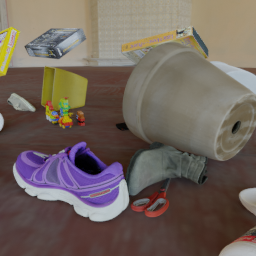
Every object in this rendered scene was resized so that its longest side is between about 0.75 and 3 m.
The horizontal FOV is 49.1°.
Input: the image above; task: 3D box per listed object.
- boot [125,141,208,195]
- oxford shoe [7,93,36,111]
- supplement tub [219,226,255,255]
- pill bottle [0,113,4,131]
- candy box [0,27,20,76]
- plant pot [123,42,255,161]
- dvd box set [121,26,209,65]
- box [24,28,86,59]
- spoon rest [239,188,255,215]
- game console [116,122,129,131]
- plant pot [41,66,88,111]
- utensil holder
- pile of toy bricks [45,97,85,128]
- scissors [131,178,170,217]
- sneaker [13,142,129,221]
[{"bbox_3d":[0.808,0.767,5.179,1.245,0.645,1.905,14,21,23],"label":"boot"},{"bbox_3d":[-4.423,-0.956,11.600,1.824,0.686,0.527,24,68,39],"label":"oxford shoe"},{"bbox_3d":[1.504,1.318,2.694,1.177,0.826,0.826,-11,19,-36],"label":"supplement tub"},{"bbox_3d":[-4.398,-0.325,8.519,0.884,0.884,1.563,-10,19,-32],"label":"pill bottle"},{"bbox_3d":[-3.534,-1.779,7.091,2.234,1.142,0.295,1,-15,42],"label":"candy box"},{"bbox_3d":[1.549,-0.450,6.409,2.596,2.596,2.253,-12,31,-36],"label":"plant pot"},{"bbox_3d":[1.396,-2.857,10.408,2.710,0.398,1.983,-5,-12,31],"label":"dvd box set"},{"bbox_3d":[-1.981,-2.316,7.601,1.364,0.330,1.080,15,49,36],"label":"box"},{"bbox_3d":[2.206,1.180,3.888,0.765,0.467,1.540,-4,17,-15],"label":"spoon rest"},{"bbox_3d":[0.111,-0.105,9.018,0.951,0.115,0.561,-11,18,-15],"label":"game console"},{"bbox_3d":[-2.736,-1.689,12.202,1.543,1.749,1.749,2,13,-31],"label":"plant pot"},{"bbox_3d":[3.128,-1.095,9.346,2.025,2.025,2.383,0,19,0],"label":"utensil holder"},{"bbox_3d":[-2.163,-0.625,9.569,1.011,0.899,1.821,-10,18,-33],"label":"pile of toy bricks"},{"bbox_3d":[0.614,1.123,4.777,0.560,0.107,1.530,0,10,35],"label":"scissors"},{"bbox_3d":[-0.983,0.662,4.737,2.414,1.007,0.973,9,18,32],"label":"sneaker"}]
